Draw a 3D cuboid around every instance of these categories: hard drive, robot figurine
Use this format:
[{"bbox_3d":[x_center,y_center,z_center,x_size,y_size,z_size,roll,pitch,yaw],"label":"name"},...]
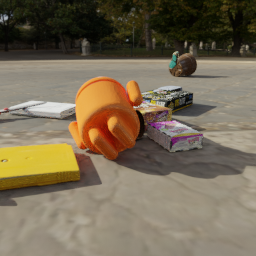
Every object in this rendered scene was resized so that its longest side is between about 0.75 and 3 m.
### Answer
[{"bbox_3d":[-2.863,-0.653,9.741,2.006,0.268,1.323,6,18,18],"label":"hard drive"},{"bbox_3d":[-0.519,-0.306,6.230,1.307,1.612,2.242,9,32,-20],"label":"robot figurine"}]

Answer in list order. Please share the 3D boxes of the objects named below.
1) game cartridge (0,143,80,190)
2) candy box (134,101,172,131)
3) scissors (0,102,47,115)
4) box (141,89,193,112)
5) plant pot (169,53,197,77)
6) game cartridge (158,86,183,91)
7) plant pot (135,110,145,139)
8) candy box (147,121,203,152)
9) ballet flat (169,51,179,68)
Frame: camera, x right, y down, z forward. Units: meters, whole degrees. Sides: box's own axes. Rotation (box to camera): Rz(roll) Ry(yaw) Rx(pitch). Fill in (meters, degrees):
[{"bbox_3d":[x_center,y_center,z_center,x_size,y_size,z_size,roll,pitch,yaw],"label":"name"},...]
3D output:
[{"bbox_3d":[-1.860,0.687,5.270,1.722,0.279,1.518,-2,16,-17],"label":"game cartridge"},{"bbox_3d":[0.246,-0.462,8.574,1.186,0.574,2.033,-9,20,-31],"label":"candy box"},{"bbox_3d":[-4.129,-0.559,8.999,1.076,0.205,2.941,14,29,42],"label":"scissors"},{"bbox_3d":[1.265,-1.058,10.684,1.715,0.530,2.148,10,19,35],"label":"box"},{"bbox_3d":[4.065,-4.662,21.245,1.690,1.690,1.673,15,31,42],"label":"plant pot"},{"bbox_3d":[2.108,-1.951,14.231,0.839,0.255,1.258,17,23,37],"label":"game cartridge"},{"bbox_3d":[-0.067,-0.059,7.153,0.775,0.724,0.724,-6,12,28],"label":"plant pot"},{"bbox_3d":[1.089,0.167,6.754,0.850,0.380,1.246,-6,18,-21],"label":"candy box"},{"bbox_3d":[1.721,-2.487,10.186,0.272,0.802,0.302,39,69,13],"label":"ballet flat"}]
